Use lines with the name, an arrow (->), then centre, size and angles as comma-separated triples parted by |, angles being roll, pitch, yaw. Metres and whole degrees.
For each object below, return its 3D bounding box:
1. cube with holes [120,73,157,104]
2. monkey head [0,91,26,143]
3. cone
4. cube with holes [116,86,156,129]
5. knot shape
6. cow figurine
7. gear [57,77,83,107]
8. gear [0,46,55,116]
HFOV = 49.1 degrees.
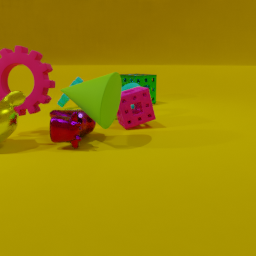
cube with holes -> 0.361, -1.702, 12.221 | 1.249, 1.249, 1.249 | -11, 18, -38
monkey head -> -3.048, -0.234, 6.085 | 1.749, 1.258, 1.054 | -43, -2, -18
cone -> -0.978, -0.753, 6.467 | 1.311, 1.306, 1.306 | 13, 17, 13
cube with holes -> 0.138, -0.612, 8.053 | 0.902, 0.902, 0.902 | -18, 15, -11
knot shape -> -0.559, -0.939, 9.456 | 1.865, 0.921, 1.993 | -17, 23, -17
cow figurine -> -1.246, -0.057, 6.589 | 1.507, 0.841, 1.532 | 10, 13, 42
gear -> -2.202, -1.365, 10.684 | 0.241, 1.303, 1.303 | 38, 10, -9
gear -> -2.635, -1.137, 6.874 | 1.652, 1.652, 0.305 | 2, 8, 9
